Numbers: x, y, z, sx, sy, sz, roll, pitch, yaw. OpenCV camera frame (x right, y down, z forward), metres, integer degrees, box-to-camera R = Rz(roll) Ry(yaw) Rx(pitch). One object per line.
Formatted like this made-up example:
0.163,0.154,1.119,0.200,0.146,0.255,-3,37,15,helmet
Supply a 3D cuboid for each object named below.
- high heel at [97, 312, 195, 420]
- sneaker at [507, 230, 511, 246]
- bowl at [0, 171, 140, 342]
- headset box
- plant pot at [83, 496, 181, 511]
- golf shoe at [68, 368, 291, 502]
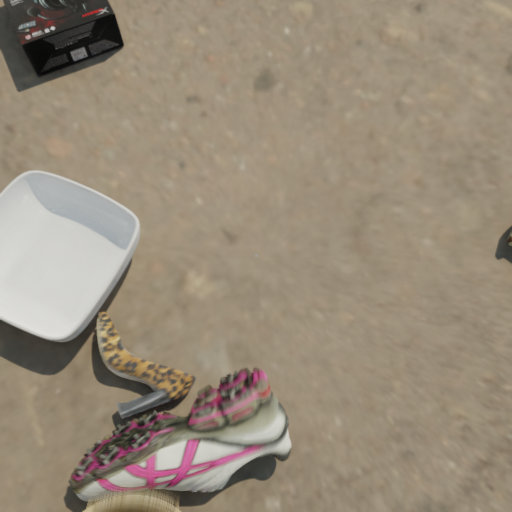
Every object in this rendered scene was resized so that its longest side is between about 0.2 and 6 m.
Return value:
-1.582,1.389,7.948,1.119,0.560,1.570,-19,75,-11,high heel
5.018,0.324,8.327,1.041,0.971,2.756,-42,68,3,sneaker
-3.026,0.039,8.344,2.267,0.847,2.270,25,70,10,bowl
-3.697,-4.669,10.325,1.711,0.888,2.299,-23,71,-10,headset box
-1.561,3.686,6.078,1.786,1.916,1.786,11,57,-18,plant pot
-0.957,2.596,7.126,2.907,1.055,1.339,-24,101,6,golf shoe
